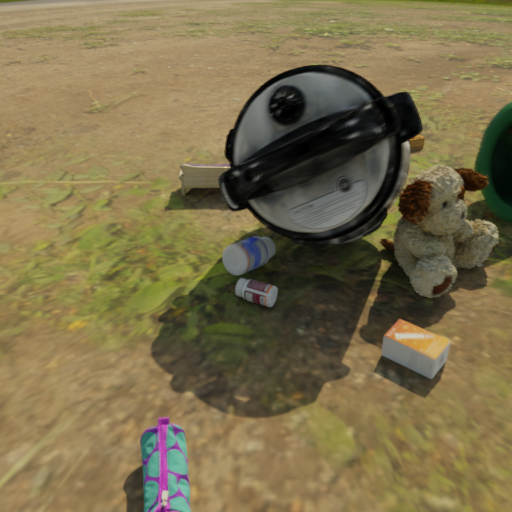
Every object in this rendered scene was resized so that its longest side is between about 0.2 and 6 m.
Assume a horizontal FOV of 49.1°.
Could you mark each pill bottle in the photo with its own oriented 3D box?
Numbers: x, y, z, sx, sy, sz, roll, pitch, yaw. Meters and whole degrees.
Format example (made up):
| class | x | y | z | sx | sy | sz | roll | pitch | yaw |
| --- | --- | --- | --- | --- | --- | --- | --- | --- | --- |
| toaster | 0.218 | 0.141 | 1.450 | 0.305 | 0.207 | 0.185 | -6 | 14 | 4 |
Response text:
| class | x | y | z | sx | sy | sz | roll | pitch | yaw |
| --- | --- | --- | --- | --- | --- | --- | --- | --- | --- |
| pill bottle | 0.000 | 0.646 | 10.014 | 0.687 | 0.392 | 0.392 | 15 | 35 | 22 |
| pill bottle | -0.105 | -0.041 | 10.862 | 0.597 | 0.597 | 1.065 | 22 | 27 | 31 |

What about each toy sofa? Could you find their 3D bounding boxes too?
| class | x | y | z | sx | sy | sz | roll | pitch | yaw |
| --- | --- | --- | --- | --- | --- | --- | --- | --- | --- |
| toy sofa | -1.021 | -2.001 | 13.888 | 1.734 | 0.846 | 0.718 | -1 | 32 | 0 |

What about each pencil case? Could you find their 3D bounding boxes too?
| class | x | y | z | sx | sy | sz | roll | pitch | yaw |
| --- | --- | --- | --- | --- | --- | --- | --- | --- | --- |
| pencil case | -1.056 | 2.628 | 6.566 | 0.588 | 0.638 | 1.381 | -6 | 31 | -10 |

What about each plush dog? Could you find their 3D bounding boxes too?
| class | x | y | z | sx | sy | sz | roll | pitch | yaw |
| --- | --- | --- | --- | --- | --- | --- | --- | --- | --- |
| plush dog | 3.322 | -0.708 | 10.571 | 2.443 | 2.099 | 1.960 | -25 | 40 | -35 |

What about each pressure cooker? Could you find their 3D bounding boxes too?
| class | x | y | z | sx | sy | sz | roll | pitch | yaw |
| --- | --- | --- | --- | --- | --- | --- | --- | --- | --- |
| pressure cooker | 1.179 | -1.845 | 10.567 | 3.248 | 3.198 | 3.636 | 27 | 13 | 14 |

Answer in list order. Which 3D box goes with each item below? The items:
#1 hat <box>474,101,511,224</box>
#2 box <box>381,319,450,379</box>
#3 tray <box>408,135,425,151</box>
| class | x | y | z | sx | sy | sz | roll | pitch | yaw |
| --- | --- | --- | --- | --- | --- | --- | --- | --- | --- |
| hat | 5.482 | -2.218 | 13.488 | 2.667 | 3.220 | 2.834 | -53 | 27 | -5 |
| box | 2.470 | 1.434 | 8.697 | 0.865 | 0.421 | 0.538 | 23 | 40 | 33 |
| tray | 3.811 | -3.356 | 16.531 | 2.064 | 0.382 | 1.018 | -14 | 34 | -20 |
